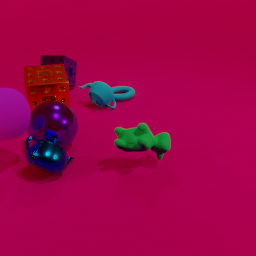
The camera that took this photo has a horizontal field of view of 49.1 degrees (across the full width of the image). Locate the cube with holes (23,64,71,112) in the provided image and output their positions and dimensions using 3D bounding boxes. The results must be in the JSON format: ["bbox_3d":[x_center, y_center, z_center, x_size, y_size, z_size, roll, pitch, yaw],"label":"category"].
[{"bbox_3d":[-2.429,-1.099,8.450,1.182,1.182,1.182,-8,40,-16],"label":"cube with holes"}]

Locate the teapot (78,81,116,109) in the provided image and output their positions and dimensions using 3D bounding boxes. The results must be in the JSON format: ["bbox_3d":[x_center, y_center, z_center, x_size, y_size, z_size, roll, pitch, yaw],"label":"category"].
[{"bbox_3d":[-0.940,-1.068,8.987,1.355,0.843,0.664,36,64,3],"label":"teapot"}]

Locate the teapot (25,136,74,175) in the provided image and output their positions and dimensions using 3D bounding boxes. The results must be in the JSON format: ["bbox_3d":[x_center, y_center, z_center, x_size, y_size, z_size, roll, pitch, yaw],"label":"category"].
[{"bbox_3d":[-1.638,0.567,5.901,0.873,1.404,0.687,10,68,34],"label":"teapot"}]

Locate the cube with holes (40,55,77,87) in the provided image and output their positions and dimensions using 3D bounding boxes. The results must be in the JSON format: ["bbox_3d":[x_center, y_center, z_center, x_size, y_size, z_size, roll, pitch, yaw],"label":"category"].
[{"bbox_3d":[-2.541,-2.070,10.269,0.953,0.953,0.953,5,1,16],"label":"cube with holes"}]

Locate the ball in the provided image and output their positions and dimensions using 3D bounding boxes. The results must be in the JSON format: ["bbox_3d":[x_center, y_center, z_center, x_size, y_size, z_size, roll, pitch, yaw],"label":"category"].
[{"bbox_3d":[-1.810,-0.054,6.749,1.198,1.198,1.198,0,29,0],"label":"ball"}]

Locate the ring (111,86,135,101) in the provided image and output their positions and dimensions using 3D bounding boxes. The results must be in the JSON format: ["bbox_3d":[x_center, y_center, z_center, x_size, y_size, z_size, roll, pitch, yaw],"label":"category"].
[{"bbox_3d":[-0.289,-1.226,9.847,1.059,0.212,1.059,-3,27,2],"label":"ring"}]

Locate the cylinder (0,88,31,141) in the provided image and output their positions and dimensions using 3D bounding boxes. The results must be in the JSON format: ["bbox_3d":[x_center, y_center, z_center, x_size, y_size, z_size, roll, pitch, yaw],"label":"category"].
[{"bbox_3d":[-2.670,-0.248,5.466,1.068,1.068,1.068,10,10,18],"label":"cylinder"}]

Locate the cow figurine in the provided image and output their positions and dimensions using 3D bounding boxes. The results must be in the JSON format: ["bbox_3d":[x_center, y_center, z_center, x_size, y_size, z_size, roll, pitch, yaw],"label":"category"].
[{"bbox_3d":[0.326,0.306,6.002,1.118,1.100,0.614,-7,66,17],"label":"cow figurine"}]
